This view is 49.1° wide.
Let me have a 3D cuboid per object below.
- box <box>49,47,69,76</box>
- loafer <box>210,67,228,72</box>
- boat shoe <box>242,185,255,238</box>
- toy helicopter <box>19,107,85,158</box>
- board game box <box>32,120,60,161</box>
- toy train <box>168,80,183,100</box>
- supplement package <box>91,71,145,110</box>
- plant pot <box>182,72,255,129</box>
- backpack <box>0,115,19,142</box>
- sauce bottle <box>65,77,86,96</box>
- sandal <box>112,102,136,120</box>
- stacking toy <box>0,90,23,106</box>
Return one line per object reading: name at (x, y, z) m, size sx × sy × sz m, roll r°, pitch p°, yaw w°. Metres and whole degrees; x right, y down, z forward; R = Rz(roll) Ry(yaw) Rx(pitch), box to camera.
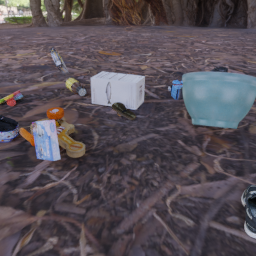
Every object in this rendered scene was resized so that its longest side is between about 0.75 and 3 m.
box at (-2.542, -2.455, 10.351) m, size 0.211 × 0.690 × 0.871 m, roll -28°, pitch 68°, yaw 3°
loafer at (5.215, -2.966, 16.152) m, size 1.033 × 1.000 × 2.944 m, roll 3°, pitch 21°, yaw 18°
boat shoe at (3.055, 1.811, 6.603) m, size 0.647 × 0.516 × 1.712 m, roll 7°, pitch 26°, yaw 14°
toy helicopter at (-2.403, 0.310, 9.289) m, size 1.690 × 1.008 × 2.556 m, roll -22°, pitch 39°, yaw -39°
board game box at (-2.364, 0.349, 8.027) m, size 0.242 × 1.117 × 1.112 m, roll -11°, pitch 5°, yaw -41°
toy train at (2.985, -1.948, 14.250) m, size 1.818 × 0.788 × 1.039 m, roll -5°, pitch 35°, yaw -16°
supplement package at (-0.463, -1.794, 13.208) m, size 2.241 × 1.310 × 1.315 m, roll 9°, pitch 27°, yaw 19°
plant pot at (2.869, -0.814, 9.070) m, size 2.385 × 1.598 × 2.385 m, roll 7°, pitch 2°, yaw 0°
backpack at (-4.362, 0.088, 9.955) m, size 0.922 × 0.746 × 0.968 m, roll 1°, pitch 39°, yaw 6°
sauce bottle at (-2.752, -2.151, 14.751) m, size 0.640 × 0.640 × 1.979 m, roll -13°, pitch 27°, yaw -24°
sandal at (-0.206, -0.664, 12.024) m, size 1.383 × 0.377 × 0.565 m, roll 36°, pitch 48°, yaw 30°
stacking toy at (-5.667, -1.305, 13.480) m, size 1.084 × 0.506 × 1.197 m, roll -21°, pitch 17°, yaw 17°
